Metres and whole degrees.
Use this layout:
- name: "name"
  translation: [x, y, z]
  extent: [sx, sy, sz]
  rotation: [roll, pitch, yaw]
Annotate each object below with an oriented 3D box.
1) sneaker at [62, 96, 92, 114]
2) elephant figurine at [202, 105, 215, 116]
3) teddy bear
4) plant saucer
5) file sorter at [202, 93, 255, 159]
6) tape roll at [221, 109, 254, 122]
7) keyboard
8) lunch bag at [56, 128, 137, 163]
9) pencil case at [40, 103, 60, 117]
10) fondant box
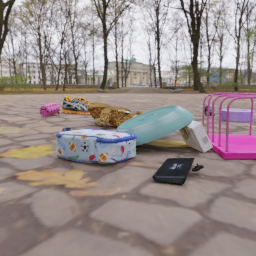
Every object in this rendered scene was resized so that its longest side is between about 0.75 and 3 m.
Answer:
- name: "sneaker"
  translation: [-2.772, -1.344, 16.651]
  extent: [2.600, 1.004, 1.018]
  rotation: [4, 8, 13]
- name: "elephant figurine"
  translation: [4.595, -0.910, 15.618]
  extent: [0.638, 0.699, 0.901]
  rotation: [43, 4, -23]
- name: "teddy bear"
  translation: [-0.406, -0.369, 11.491]
  extent: [2.707, 0.904, 1.963]
  rotation: [9, 17, 6]
- name: "plant saucer"
  translation: [0.623, -0.136, 8.055]
  extent: [2.487, 0.447, 2.487]
  rotation: [-20, 10, 4]
- name: "file sorter"
  translation: [3.076, -0.185, 7.595]
  extent: [1.671, 1.508, 2.404]
  rotation: [0, 9, 0]
- name: "tape roll"
  translation: [5.344, -0.635, 13.736]
  extent: [1.517, 0.498, 1.517]
  rotation: [1, 9, 0]
- name: "keyboard"
  translation: [1.051, 0.825, 5.529]
  extent: [0.847, 0.181, 1.410]
  rotation: [-4, 8, 20]
- name: "lunch bag"
  translation: [-0.770, 0.372, 6.791]
  extent: [1.831, 0.692, 1.467]
  rotation: [7, 10, 33]
- name: "pencil case"
  translation: [-4.318, -0.973, 15.472]
  extent: [0.684, 0.706, 1.506]
  rotation: [46, 14, 2]
- name: "fondant box"
  translation: [1.770, 0.174, 7.602]
  extent: [0.308, 0.764, 1.059]
  rotation: [-31, 15, -9]
